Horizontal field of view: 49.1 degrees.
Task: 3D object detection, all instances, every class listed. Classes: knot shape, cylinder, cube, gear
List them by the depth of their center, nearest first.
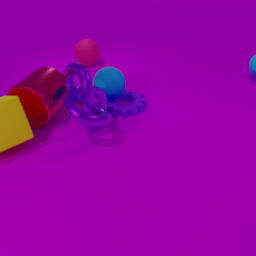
[{"bbox_3d":[-3.092,-0.096,6.698,1.070,1.070,1.070,-28,22,-33],"label":"cube"},{"bbox_3d":[-1.007,-0.585,6.890,0.870,1.883,1.762,-26,33,5],"label":"knot shape"},{"bbox_3d":[-2.465,-0.878,7.845,1.296,1.296,1.296,10,37,14],"label":"cylinder"},{"bbox_3d":[-0.109,-0.775,8.618,1.320,0.244,1.320,0,36,0],"label":"gear"}]

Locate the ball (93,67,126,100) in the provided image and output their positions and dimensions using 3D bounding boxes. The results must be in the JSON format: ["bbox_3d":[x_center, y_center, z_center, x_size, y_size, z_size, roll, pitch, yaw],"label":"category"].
[{"bbox_3d":[-0.552,-1.325,8.348,0.971,0.971,0.971,0,36,0],"label":"ball"}]

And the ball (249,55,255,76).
[{"bbox_3d":[4.671,-2.201,9.747,0.829,0.829,0.829,0,36,0],"label":"ball"}]

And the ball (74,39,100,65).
[{"bbox_3d":[-1.600,-2.973,10.998,1.004,1.004,1.004,0,36,0],"label":"ball"}]
